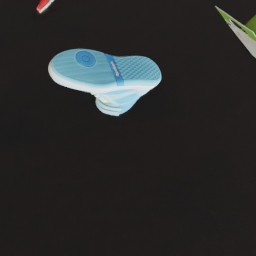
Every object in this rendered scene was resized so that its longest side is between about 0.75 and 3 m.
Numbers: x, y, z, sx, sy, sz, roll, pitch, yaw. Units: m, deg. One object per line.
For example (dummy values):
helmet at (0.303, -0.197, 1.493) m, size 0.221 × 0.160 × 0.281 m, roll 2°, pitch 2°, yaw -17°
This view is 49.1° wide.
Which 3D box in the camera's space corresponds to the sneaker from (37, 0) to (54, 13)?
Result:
sneaker at (-2.276, -3.902, 7.815) m, size 0.555 × 0.612 × 1.441 m, roll 9°, pitch 75°, yaw 58°

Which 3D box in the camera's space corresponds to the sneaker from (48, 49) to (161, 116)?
sneaker at (-0.492, -0.658, 4.856) m, size 1.944 × 1.269 × 0.773 m, roll -1°, pitch 63°, yaw -31°

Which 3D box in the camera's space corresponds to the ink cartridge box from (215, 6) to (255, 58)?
ink cartridge box at (2.978, -2.004, 6.024) m, size 0.756 × 1.996 × 1.475 m, roll -44°, pitch 41°, yaw 21°
